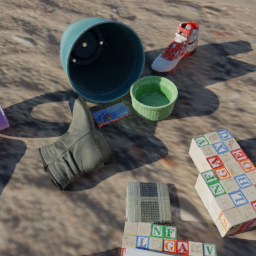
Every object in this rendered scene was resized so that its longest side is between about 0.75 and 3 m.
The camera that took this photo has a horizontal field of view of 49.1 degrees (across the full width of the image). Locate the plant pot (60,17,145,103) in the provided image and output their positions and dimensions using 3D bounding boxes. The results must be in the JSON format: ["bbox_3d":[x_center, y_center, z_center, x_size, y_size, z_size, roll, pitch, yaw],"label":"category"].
[{"bbox_3d":[-1.210,-2.642,9.937,2.717,2.717,2.553,-22,39,-17],"label":"plant pot"}]

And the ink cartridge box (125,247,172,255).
[{"bbox_3d":[0.529,3.606,5.749,1.518,0.448,1.896,8,60,7],"label":"ink cartridge box"}]

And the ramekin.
[{"bbox_3d":[0.869,-0.989,9.580,1.578,0.771,1.578,0,50,0],"label":"ramekin"}]

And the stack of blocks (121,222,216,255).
[{"bbox_3d":[0.899,2.935,6.393,2.096,0.614,1.207,5,50,5],"label":"stack of blocks"}]

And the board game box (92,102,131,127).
[{"bbox_3d":[-0.573,-0.479,9.584,1.194,0.116,0.615,-22,52,-18],"label":"board game box"}]

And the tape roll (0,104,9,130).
[{"bbox_3d":[-4.417,-0.881,8.618,0.688,2.097,2.097,-24,54,-19],"label":"tape roll"}]

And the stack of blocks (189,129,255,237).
[{"bbox_3d":[2.627,1.369,7.604,1.505,0.765,2.614,-14,51,-12],"label":"stack of blocks"}]

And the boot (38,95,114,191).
[{"bbox_3d":[-1.834,0.300,8.431,1.940,1.005,2.969,-23,52,-11],"label":"boot"}]

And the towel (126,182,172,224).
[{"bbox_3d":[0.539,2.010,7.488,1.175,0.211,1.220,2,48,-2],"label":"towel"}]

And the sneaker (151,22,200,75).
[{"bbox_3d":[1.862,-3.229,11.038,2.630,1.409,0.878,-37,59,-27],"label":"sneaker"}]
